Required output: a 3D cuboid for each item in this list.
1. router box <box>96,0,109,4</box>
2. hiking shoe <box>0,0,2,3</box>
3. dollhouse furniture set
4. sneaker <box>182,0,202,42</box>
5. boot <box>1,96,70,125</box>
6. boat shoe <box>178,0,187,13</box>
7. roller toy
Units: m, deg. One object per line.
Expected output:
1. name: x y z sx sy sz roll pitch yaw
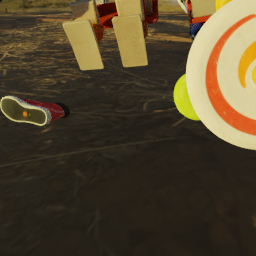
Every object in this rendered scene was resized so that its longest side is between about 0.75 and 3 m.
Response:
1. router box: -1.608 -4.916 8.742 2.605 0.665 1.943 19 61 4
2. hiking shoe: -2.248 -2.026 4.145 1.667 0.723 0.620 -30 62 1
3. dollhouse furniture set: 0.351 -2.289 5.426 2.747 1.431 2.777 -3 52 10
4. sneaker: 1.828 -2.526 6.469 1.025 2.615 0.985 -21 -7 -37
5. boot: -1.477 -0.314 4.536 0.988 0.358 0.713 16 18 19
6. boat shoe: 2.368 -3.574 8.063 2.764 1.045 0.834 17 -16 -40
7. roller toy: 1.408 -0.610 2.953 1.528 1.675 1.170 26 19 8
